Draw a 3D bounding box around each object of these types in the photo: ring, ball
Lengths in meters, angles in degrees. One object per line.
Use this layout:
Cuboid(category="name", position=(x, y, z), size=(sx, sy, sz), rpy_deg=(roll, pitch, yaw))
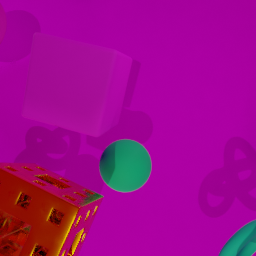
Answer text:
Cuboid(category="ring", position=(2.040, 2.067, 4.942), size=(1.140, 1.140, 0.228), rpy_deg=(-35, 47, -9))
Cuboid(category="ball", position=(-0.043, 0.609, 4.562), size=(0.850, 0.850, 0.850), rpy_deg=(0, 74, 0))

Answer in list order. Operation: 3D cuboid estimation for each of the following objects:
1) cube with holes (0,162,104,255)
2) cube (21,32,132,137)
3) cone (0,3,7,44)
Cuboid(category="cube with holes", position=(-0.947, 0.968, 2.806), size=(0.939, 0.939, 0.939), rpy_deg=(23, 86, 10))
Cuboid(category="cube", position=(-0.767, -0.706, 4.602), size=(1.267, 1.267, 1.267), rpy_deg=(15, 101, 8))
Cuboid(category="cone", position=(-3.726, -2.420, 5.782), size=(1.627, 1.633, 1.627), rpy_deg=(0, 87, 10))
